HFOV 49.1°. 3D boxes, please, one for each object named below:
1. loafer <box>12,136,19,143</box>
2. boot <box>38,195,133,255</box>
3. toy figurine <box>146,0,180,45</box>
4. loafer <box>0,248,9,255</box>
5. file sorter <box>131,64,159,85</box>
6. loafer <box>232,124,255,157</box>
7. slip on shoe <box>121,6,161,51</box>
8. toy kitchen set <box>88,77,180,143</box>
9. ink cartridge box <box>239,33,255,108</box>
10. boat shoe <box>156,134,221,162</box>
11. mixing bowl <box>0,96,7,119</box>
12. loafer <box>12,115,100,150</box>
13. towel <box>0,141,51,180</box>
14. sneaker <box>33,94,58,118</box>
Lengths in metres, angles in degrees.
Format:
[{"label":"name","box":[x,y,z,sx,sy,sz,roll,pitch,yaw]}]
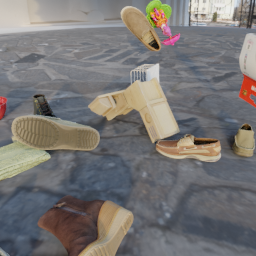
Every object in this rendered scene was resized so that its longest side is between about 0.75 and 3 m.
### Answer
[{"label":"loafer","box":[-3.941,0.414,9.923,0.266,0.295,0.779,-23,15,-25]},{"label":"boot","box":[-1.181,2.294,5.795,1.932,0.840,2.322,3,24,30]},{"label":"toy figurine","box":[1.642,-4.535,12.505,1.362,1.669,1.814,-30,-21,12]},{"label":"loafer","box":[-2.828,2.423,5.378,1.907,0.665,0.667,13,29,25]},{"label":"file sorter","box":[0.986,-2.911,15.868,1.050,1.170,1.686,9,27,26]},{"label":"loafer","box":[3.993,0.379,9.671,0.679,0.602,1.787,7,27,14]},{"label":"slip on shoe","box":[0.641,-4.339,12.446,0.919,2.416,0.732,-37,33,12]},{"label":"toy kitchen set","box":[0.009,-0.265,10.656,2.098,2.320,2.571,-17,-9,-37]},{"label":"ink cartridge box","box":[4.397,-1.752,9.347,0.666,2.335,1.898,-1,31,-20]},{"label":"boat shoe","box":[1.967,0.547,9.150,2.102,0.755,0.796,4,26,9]},{"label":"mixing bowl","box":[-5.770,-0.710,11.690,1.495,0.810,1.495,1,25,0]},{"label":"loafer","box":[-2.408,0.199,9.451,2.828,1.070,0.966,12,4,-18]},{"label":"towel","box":[-3.681,0.958,8.734,2.111,0.385,1.566,-23,33,-39]},{"label":"sneaker","box":[-3.322,-0.609,11.146,0.771,1.095,2.061,-19,32,-34]}]
